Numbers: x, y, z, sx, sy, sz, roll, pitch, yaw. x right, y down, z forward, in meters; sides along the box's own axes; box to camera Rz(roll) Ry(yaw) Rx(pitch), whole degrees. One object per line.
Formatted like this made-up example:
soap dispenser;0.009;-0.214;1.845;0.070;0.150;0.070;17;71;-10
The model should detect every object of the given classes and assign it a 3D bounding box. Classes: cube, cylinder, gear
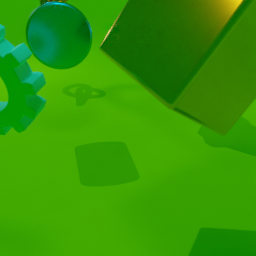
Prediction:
cube;0.814;-0.964;3.307;1.397;1.397;1.397;19;22;-49
cylinder;-1.411;-1.929;5.823;1.235;1.235;1.235;-7;22;-10
gear;-1.625;-0.538;3.194;1.369;1.369;0.253;8;39;12

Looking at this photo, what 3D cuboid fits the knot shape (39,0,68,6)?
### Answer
knot shape;-2.400;-3.731;8.894;0.725;1.469;1.570;25;58;-13
